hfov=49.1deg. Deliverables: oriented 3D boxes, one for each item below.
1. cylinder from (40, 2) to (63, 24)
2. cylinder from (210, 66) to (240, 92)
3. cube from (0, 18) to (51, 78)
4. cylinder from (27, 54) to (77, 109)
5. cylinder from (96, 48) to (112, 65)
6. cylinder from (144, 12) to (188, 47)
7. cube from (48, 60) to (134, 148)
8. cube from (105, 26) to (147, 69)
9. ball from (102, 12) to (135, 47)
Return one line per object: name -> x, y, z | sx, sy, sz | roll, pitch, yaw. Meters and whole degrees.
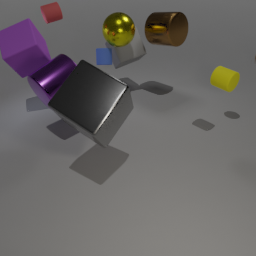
cylinder -> -3.158, -4.763, 11.577 | 0.700, 0.700, 0.700 | -24, 36, -15
cylinder -> 3.290, -1.666, 9.517 | 0.700, 0.700, 0.700 | -23, 42, -34
cube -> -4.039, -3.111, 11.040 | 1.400, 1.400, 1.400 | -23, 66, 2
cylinder -> -2.392, -1.543, 9.462 | 1.400, 1.400, 1.400 | -42, 46, -21
cylinder -> -1.050, -3.142, 12.345 | 0.700, 0.700, 0.700 | -1, 12, 0
cylinder -> 1.687, -4.348, 12.312 | 1.400, 1.400, 1.400 | -25, 32, -36
cube -> -0.849, -0.551, 7.025 | 1.400, 1.400, 1.400 | 32, 80, 14
cube -> -0.137, -3.893, 13.663 | 1.400, 1.400, 1.400 | -24, 6, -11
ball -> -0.388, -4.135, 11.817 | 1.400, 1.400, 1.400 | 0, 30, 0
